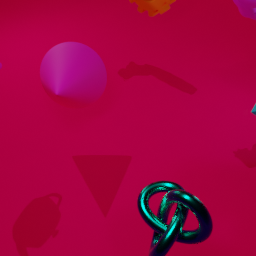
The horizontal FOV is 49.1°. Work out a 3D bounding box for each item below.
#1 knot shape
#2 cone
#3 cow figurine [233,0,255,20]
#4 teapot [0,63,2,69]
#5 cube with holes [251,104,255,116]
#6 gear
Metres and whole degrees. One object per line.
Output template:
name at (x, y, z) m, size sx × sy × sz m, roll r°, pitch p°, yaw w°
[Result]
knot shape at (0.539, 1.155, 3.815) m, size 0.516 × 1.117 × 1.045 m, roll 25°, pitch 27°, yaw -36°
cone at (-1.381, -0.977, 6.268) m, size 1.682 × 1.682 × 1.688 m, roll 1°, pitch 22°, yaw 1°
cow figurine at (2.565, -3.005, 6.334) m, size 1.258 × 1.279 × 0.702 m, roll 25°, pitch 89°, yaw 30°
teapot at (-3.185, -1.262, 5.008) m, size 0.960 × 1.219 × 1.961 m, roll 12°, pitch 8°, yaw 28°
cube with holes at (3.890, -0.574, 6.581) m, size 1.088 × 1.088 × 1.088 m, roll 34°, pitch 81°, yaw -8°
gear at (0.713, -4.656, 9.048) m, size 1.940 × 1.940 × 0.359 m, roll 31°, pitch 55°, yaw 25°
